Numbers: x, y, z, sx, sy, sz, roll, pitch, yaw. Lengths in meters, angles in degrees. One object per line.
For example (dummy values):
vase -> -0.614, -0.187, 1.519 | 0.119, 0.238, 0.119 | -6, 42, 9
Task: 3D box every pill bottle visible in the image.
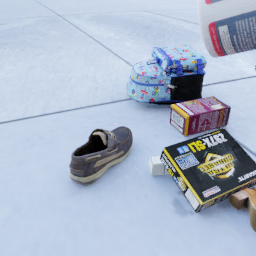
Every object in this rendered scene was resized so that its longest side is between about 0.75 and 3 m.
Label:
pill bottle -> 2.972, -2.509, 5.776 | 2.696, 1.612, 1.612 | -5, 25, 32

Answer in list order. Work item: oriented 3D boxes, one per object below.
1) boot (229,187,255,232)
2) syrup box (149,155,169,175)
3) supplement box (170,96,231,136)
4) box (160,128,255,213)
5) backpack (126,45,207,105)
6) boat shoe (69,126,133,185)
boot -> 2.621, 1.546, 5.277 | 0.907, 0.448, 1.168 | -9, 25, -22
syrup box -> 0.928, 0.840, 6.434 | 0.845, 0.344, 0.333 | -2, 33, -7
supplement box -> 2.083, -0.372, 8.147 | 1.519, 0.651, 0.838 | -12, 33, -19
box -> 1.784, 0.819, 6.007 | 1.781, 0.439, 1.422 | -15, 51, -24
backpack -> 1.162, -1.780, 9.550 | 2.466, 1.659, 2.252 | -3, 32, -3
boat shoe -> -0.532, 0.447, 6.634 | 0.820, 0.807, 2.202 | 16, 34, 24
